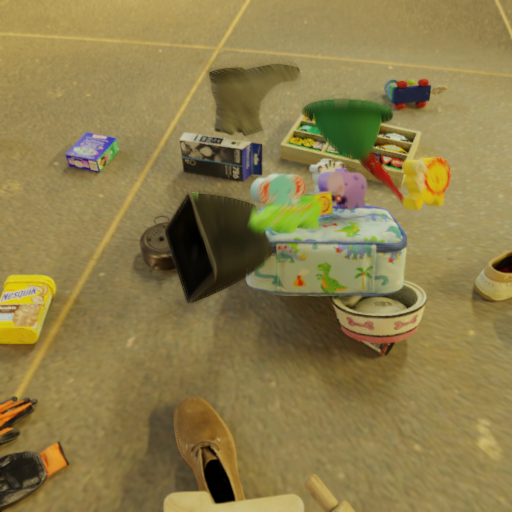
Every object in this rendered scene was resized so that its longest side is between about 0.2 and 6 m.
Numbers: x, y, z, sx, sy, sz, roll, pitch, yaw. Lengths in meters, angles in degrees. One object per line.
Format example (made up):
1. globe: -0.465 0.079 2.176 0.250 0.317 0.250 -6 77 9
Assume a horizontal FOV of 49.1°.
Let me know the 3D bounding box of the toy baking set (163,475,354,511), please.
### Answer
1. toy baking set: 0.490 4.011 6.848 2.657 0.403 3.462 -20 61 -37

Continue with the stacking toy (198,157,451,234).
1. stacking toy: 0.988 -1.179 10.082 3.980 0.935 3.001 -12 12 -30

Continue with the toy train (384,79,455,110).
1. toy train: 4.711 -4.839 16.326 1.820 0.770 1.053 -7 32 -7

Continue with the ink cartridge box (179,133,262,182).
1. ink cartridge box: -0.837 -2.366 13.571 1.985 0.987 0.389 9 45 10

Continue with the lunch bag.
1. lunch bag: 1.262 -0.206 10.792 2.985 1.231 2.400 1 21 5

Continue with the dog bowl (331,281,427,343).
1. dog bowl: 2.203 0.981 10.098 1.677 0.618 1.677 -5 19 2

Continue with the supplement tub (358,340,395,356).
1. supplement tub: 2.093 1.448 10.129 0.778 0.416 0.416 31 53 28

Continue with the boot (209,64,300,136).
1. boot: -0.013 -3.714 13.404 2.381 1.555 0.806 -14 17 -23

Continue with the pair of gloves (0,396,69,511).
1. pair of gloves: -3.917 3.041 8.671 1.554 0.216 1.745 -28 54 -27

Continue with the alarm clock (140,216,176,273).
1. alarm clock: -1.917 -0.362 11.900 1.124 0.555 1.666 -12 43 -11

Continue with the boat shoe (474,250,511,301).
1. boat shoe: 5.439 0.179 11.148 2.321 0.770 0.859 -22 49 -21

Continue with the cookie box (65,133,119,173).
1. cookie box: -4.148 -2.643 14.261 0.914 0.401 1.068 13 46 13

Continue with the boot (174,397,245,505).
1. boot: -0.679 2.925 8.332 0.841 0.862 2.285 -17 46 -14

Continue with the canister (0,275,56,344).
1. canister: -4.383 1.003 10.494 0.939 0.547 1.264 0 46 0

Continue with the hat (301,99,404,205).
1. hat: 1.732 -1.857 10.469 1.955 1.721 1.620 5 -1 30

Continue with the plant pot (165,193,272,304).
1. plant pot: -0.569 -0.172 9.136 1.223 1.379 1.375 -10 71 -31

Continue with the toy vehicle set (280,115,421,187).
1. toy vehicle set: 2.443 -2.856 14.466 3.184 0.422 1.978 16 47 16
